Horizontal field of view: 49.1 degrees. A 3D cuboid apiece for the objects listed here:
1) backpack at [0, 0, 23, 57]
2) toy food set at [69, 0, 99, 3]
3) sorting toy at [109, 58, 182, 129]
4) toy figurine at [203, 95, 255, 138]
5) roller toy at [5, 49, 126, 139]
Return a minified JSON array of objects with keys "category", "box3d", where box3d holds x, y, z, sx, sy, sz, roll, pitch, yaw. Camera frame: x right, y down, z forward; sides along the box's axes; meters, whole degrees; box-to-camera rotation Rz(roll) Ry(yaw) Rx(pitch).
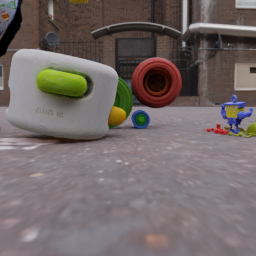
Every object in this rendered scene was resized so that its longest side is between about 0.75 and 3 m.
[{"category":"backpack","box3d":[-3.236,-2.892,6.323,1.878,1.972,1.519,-21,-22,31]},{"category":"toy food set","box3d":[-0.950,-3.277,6.278,1.426,0.839,0.466,22,39,38]},{"category":"sorting toy","box3d":[0.125,-0.880,8.217,2.967,1.783,1.218,-18,5,0]},{"category":"toy figurine","box3d":[2.461,-0.310,6.472,0.792,0.900,1.502,-2,5,-24]},{"category":"roller toy","box3d":[-1.303,-0.586,5.680,2.061,1.579,2.260,15,7,31]}]
